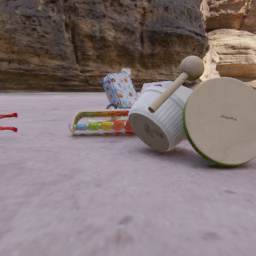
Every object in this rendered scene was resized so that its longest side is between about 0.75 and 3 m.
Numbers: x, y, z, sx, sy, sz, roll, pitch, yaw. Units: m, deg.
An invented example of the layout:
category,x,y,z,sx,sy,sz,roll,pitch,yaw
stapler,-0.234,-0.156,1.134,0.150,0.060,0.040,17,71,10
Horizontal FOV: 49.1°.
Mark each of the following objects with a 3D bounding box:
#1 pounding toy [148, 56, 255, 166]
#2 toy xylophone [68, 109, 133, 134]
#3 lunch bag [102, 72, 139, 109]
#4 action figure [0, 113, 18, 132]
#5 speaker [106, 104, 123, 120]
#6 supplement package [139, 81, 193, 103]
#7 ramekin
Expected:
category,x,y,z,sx,sy,sz,roll,pitch,yaw
pounding toy,1.368,-0.173,4.853,1.880,1.451,0.872,38,-15,1
toy xylophone,-0.525,-0.131,7.475,2.010,0.505,1.471,-3,-10,3
lunch bag,-0.195,-1.245,10.117,0.583,1.543,1.236,-28,-11,41
action figure,-3.625,-0.085,6.804,1.808,0.592,0.467,-2,-3,-3
speaker,-0.394,-0.408,8.289,0.361,0.361,0.889,1,-14,9
supplement package,1.010,-0.549,7.426,1.046,1.087,1.911,19,0,-17
ramekin,0.587,-0.126,5.459,0.662,1.262,1.262,-45,31,-24
